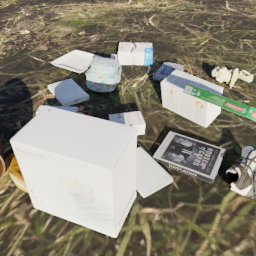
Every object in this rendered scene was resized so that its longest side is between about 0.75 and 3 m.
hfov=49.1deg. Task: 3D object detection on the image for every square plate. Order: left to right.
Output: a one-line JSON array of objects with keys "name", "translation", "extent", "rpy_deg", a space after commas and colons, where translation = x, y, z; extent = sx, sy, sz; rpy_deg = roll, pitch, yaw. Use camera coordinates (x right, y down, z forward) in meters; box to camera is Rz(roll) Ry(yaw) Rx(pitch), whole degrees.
[{"name": "square plate", "translation": [-2.966, -3.922, 16.602], "extent": [2.267, 0.322, 2.246], "rpy_deg": [21, 42, 24]}]

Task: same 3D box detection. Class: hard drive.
[{"name": "hard drive", "translation": [-2.979, -1.791, 13.927], "extent": [1.333, 0.270, 2.021], "rpy_deg": [-22, 43, -25]}, {"name": "hard drive", "translation": [0.494, 1.469, 9.748], "extent": [1.222, 0.243, 1.852], "rpy_deg": [-23, 44, -25]}]

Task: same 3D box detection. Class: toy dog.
[{"name": "toy dog", "translation": [5.055, -2.864, 14.806], "extent": [1.327, 0.926, 1.286], "rpy_deg": [22, 35, 28]}]

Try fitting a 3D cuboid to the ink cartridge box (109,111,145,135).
[{"name": "ink cartridge box", "translation": [-0.054, -0.143, 11.582], "extent": [1.358, 0.563, 0.997], "rpy_deg": [-7, 39, -9]}]

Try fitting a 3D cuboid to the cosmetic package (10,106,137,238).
[{"name": "cosmetic package", "translation": [-1.338, 1.223, 7.975], "extent": [2.849, 2.858, 1.757], "rpy_deg": [13, 40, 17]}]

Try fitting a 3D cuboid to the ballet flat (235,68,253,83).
[{"name": "ballet flat", "translation": [6.047, -2.971, 15.220], "extent": [1.560, 0.542, 0.542], "rpy_deg": [28, 46, 31]}]

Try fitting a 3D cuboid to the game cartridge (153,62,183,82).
[{"name": "game cartridge", "translation": [2.316, -3.042, 15.464], "extent": [1.294, 0.397, 1.944], "rpy_deg": [14, 40, 22]}]

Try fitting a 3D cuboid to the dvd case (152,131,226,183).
[{"name": "dvd case", "translation": [2.266, 1.010, 10.350], "extent": [2.260, 0.280, 1.699], "rpy_deg": [18, 42, 23]}]

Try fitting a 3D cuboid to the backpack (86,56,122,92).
[{"name": "backpack", "translation": [-1.254, -2.693, 14.159], "extent": [1.690, 1.474, 1.923], "rpy_deg": [12, 45, 6]}]

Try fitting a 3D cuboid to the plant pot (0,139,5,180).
[{"name": "plant pot", "translation": [-5.308, 0.400, 9.232], "extent": [2.426, 2.426, 2.596], "rpy_deg": [-10, 43, -12]}]

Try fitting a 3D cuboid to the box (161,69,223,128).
[{"name": "box", "translation": [2.727, -1.320, 12.175], "extent": [2.374, 1.476, 1.157], "rpy_deg": [32, 61, 33]}]

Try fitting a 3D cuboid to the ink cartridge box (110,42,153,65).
[{"name": "ink cartridge box", "translation": [0.182, -4.489, 16.884], "extent": [2.543, 0.863, 1.475], "rpy_deg": [1, 38, 1]}]

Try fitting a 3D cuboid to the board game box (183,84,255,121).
[{"name": "board game box", "translation": [3.271, -0.793, 9.286], "extent": [1.679, 0.363, 2.495], "rpy_deg": [13, 14, -41]}]

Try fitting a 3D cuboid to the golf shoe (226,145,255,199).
[{"name": "golf shoe", "translation": [3.890, 1.320, 9.498], "extent": [1.048, 0.863, 2.219], "rpy_deg": [9, 38, 11]}]

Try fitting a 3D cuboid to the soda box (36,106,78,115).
[{"name": "soda box", "translation": [-3.036, -0.578, 12.155], "extent": [1.720, 0.547, 0.586], "rpy_deg": [3, 38, 4]}]

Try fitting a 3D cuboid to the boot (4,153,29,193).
[{"name": "boot", "translation": [-3.378, 1.266, 9.606], "extent": [2.083, 0.733, 1.492], "rpy_deg": [21, 48, 33]}]

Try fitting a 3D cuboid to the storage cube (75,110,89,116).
[{"name": "storage cube", "translation": [-1.773, 0.405, 10.247], "extent": [1.294, 1.360, 1.513], "rpy_deg": [29, 45, 32]}]
